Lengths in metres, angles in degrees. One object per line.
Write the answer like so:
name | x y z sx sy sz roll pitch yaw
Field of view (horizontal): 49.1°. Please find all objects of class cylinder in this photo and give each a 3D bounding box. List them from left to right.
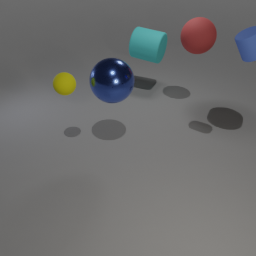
cylinder | 0.945 -3.852 13.033 1.400 1.400 1.400 19 37 17
cylinder | 3.365 -2.284 7.632 0.700 0.700 0.700 -26 29 16

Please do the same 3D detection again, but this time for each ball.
ball | -1.944 -1.349 8.581 0.700 0.700 0.700 0 32 0
ball | -0.496 -1.465 8.708 1.400 1.400 1.400 0 32 0
ball | 2.803 -3.663 11.154 1.400 1.400 1.400 0 32 0
